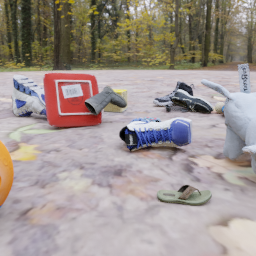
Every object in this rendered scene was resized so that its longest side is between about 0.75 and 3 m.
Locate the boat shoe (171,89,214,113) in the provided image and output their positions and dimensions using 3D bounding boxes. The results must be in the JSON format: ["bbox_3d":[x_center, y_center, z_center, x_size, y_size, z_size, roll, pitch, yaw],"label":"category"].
[{"bbox_3d":[3.209,-1.189,14.143,0.720,0.902,2.386,-46,42,-12],"label":"boat shoe"}]

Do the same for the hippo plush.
[{"bbox_3d":[3.399,-0.005,6.489,2.208,2.772,2.229,-21,23,4],"label":"hippo plush"}]

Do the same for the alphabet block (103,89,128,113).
[{"bbox_3d":[-0.628,-1.398,14.228,1.021,1.040,1.016,4,15,16],"label":"alphabet block"}]

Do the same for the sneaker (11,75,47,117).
[{"bbox_3d":[-4.324,-1.045,12.877,2.820,1.629,1.139,37,26,15],"label":"sneaker"}]

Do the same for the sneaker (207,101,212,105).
[{"bbox_3d":[3.691,-1.263,14.861,1.623,0.625,0.691,23,16,39],"label":"sneaker"}]

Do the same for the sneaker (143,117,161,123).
[{"bbox_3d":[0.965,-0.257,11.360,0.838,0.333,0.400,-3,17,-9],"label":"sneaker"}]

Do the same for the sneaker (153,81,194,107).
[{"bbox_3d":[2.555,-1.921,15.553,2.397,1.364,0.905,-3,15,-9],"label":"sneaker"}]

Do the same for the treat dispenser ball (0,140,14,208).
[{"bbox_3d":[-2.867,0.794,4.618,1.825,1.825,1.825,0,15,0],"label":"treat dispenser ball"}]

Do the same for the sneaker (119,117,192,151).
[{"bbox_3d":[0.665,0.273,8.481,2.380,0.961,1.374,3,17,36],"label":"sneaker"}]

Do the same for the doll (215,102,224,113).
[{"bbox_3d":[5.074,-0.793,12.704,1.878,0.667,2.752,-8,17,-31],"label":"doll"}]

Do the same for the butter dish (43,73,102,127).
[{"bbox_3d":[-2.410,-1.021,11.714,2.246,2.240,1.660,-4,-11,-25],"label":"butter dish"}]

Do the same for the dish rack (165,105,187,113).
[{"bbox_3d":[2.441,-0.978,14.144,1.062,0.290,0.815,0,16,-1],"label":"dish rack"}]

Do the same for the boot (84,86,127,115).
[{"bbox_3d":[-0.870,-0.964,11.273,1.321,0.527,1.453,37,42,2],"label":"boot"}]

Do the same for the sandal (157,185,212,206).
[{"bbox_3d":[1.122,1.300,5.562,1.091,0.311,0.433,1,15,3],"label":"sandal"}]
